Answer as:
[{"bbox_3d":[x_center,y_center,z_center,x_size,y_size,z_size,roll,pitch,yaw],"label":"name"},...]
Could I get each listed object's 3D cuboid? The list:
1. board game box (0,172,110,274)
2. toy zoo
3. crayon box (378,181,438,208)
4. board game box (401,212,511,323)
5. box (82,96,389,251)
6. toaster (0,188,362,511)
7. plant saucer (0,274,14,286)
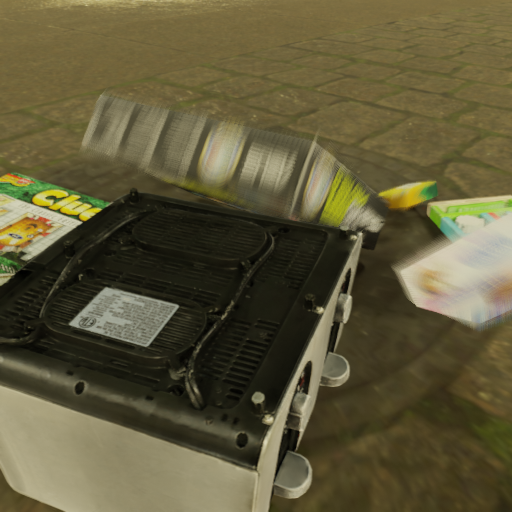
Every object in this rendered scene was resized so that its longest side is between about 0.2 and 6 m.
[{"bbox_3d":[-3.595,-0.418,9.612,4.239,0.497,2.221,17,35,24],"label":"board game box"},{"bbox_3d":[4.225,-0.332,9.507,1.703,0.266,2.596,-6,30,-7],"label":"toy zoo"},{"bbox_3d":[2.761,-1.116,10.495,1.133,0.288,0.719,-19,12,-33],"label":"crayon box"},{"bbox_3d":[3.037,0.012,6.117,2.218,2.223,0.457,15,49,-51],"label":"board game box"},{"bbox_3d":[-0.239,-1.268,8.890,3.923,0.868,3.143,20,1,31],"label":"box"},{"bbox_3d":[-0.938,0.953,5.917,3.628,2.153,3.281,12,35,17],"label":"toaster"},{"bbox_3d":[-3.717,0.666,8.088,1.102,0.276,1.102,0,33,0],"label":"plant saucer"}]
